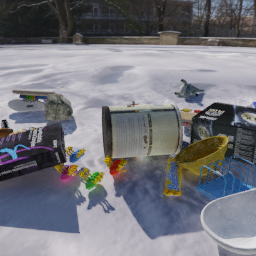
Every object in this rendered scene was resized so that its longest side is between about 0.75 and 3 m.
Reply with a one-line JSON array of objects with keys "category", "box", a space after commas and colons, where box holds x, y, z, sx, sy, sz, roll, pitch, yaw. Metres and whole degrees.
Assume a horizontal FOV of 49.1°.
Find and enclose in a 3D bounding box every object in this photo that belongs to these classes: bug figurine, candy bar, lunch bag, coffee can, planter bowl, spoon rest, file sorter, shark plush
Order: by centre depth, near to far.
[{"category": "spoon rest", "box": [2.764, 1.702, 5.779, 2.829, 0.858, 1.406, -11, 24, -28]}, {"category": "file sorter", "box": [2.516, 1.252, 7.080, 1.216, 0.746, 0.844, -12, 25, -30]}, {"category": "candy bar", "box": [1.266, 1.304, 7.684, 0.487, 0.216, 1.953, 4, 21, 11]}, {"category": "bug figurine", "box": [-1.084, 1.096, 7.817, 1.976, 0.508, 1.532, 13, 28, 24]}, {"category": "planter bowl", "box": [2.148, 0.871, 7.837, 1.596, 0.665, 1.596, -25, 8, 4]}, {"category": "coffee can", "box": [0.369, 0.087, 8.775, 2.271, 1.662, 1.662, -3, 21, -9]}, {"category": "lunch bag", "box": [-3.063, -0.904, 12.491, 1.137, 0.945, 1.356, 11, 18, -22]}, {"category": "shark plush", "box": [3.625, -2.037, 16.203, 2.208, 1.003, 0.919, 7, 31, -47]}]

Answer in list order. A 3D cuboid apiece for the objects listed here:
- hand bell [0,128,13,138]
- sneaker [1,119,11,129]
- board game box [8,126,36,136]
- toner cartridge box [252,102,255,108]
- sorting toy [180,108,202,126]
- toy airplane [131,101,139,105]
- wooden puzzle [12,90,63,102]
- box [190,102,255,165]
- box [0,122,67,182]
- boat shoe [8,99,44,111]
[{"category": "hand bell", "box": [-4.847, 0.291, 9.353, 1.076, 1.076, 2.066, 16, 21, 36]}, {"category": "sneaker", "box": [-4.772, -0.039, 10.887, 0.380, 0.413, 1.031, -12, 26, -32]}, {"category": "board game box", "box": [-3.976, 0.240, 10.415, 0.767, 0.210, 1.215, 18, 28, 41]}, {"category": "toner cartridge box", "box": [6.120, -0.510, 11.884, 1.206, 0.548, 2.539, 4, 21, 12]}, {"category": "sorting toy", "box": [2.573, -0.345, 11.631, 1.122, 0.394, 2.327, 5, 19, 12]}, {"category": "toy airplane", "box": [0.208, -0.788, 12.659, 0.587, 0.832, 0.828, 41, 12, -7]}, {"category": "wooden puzzle", "box": [-4.514, -1.594, 14.265, 2.003, 0.501, 2.162, 3, 3, 1]}, {"category": "box", "box": [3.787, 0.115, 9.393, 2.732, 1.176, 2.237, 15, 26, 33]}, {"category": "box", "box": [-3.293, 0.733, 8.036, 2.965, 0.535, 2.120, -14, 23, -10]}, {"category": "boat shoe", "box": [-4.900, -1.151, 13.540, 1.633, 0.587, 0.536, -4, 17, -13]}]
